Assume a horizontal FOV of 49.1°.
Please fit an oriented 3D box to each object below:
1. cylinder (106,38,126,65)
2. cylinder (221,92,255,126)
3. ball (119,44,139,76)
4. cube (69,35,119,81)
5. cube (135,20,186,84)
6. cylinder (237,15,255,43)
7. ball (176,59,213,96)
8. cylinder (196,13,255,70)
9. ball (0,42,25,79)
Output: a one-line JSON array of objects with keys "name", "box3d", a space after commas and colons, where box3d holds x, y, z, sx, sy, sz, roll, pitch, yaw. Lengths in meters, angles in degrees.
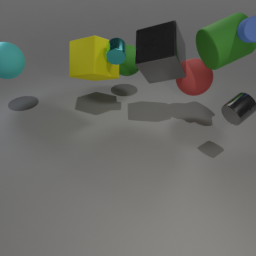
[{"name": "cylinder", "box3d": [-0.421, -2.776, 10.136, 0.700, 0.700, 0.700, 0, 50, 1]}, {"name": "cylinder", "box3d": [3.177, -0.545, 8.021, 0.700, 0.700, 0.700, -37, 42, -11]}, {"name": "ball", "box3d": [-0.047, -3.068, 12.728, 1.400, 1.400, 1.400, 0, 32, 0]}, {"name": "cube", "box3d": [-1.300, -2.643, 10.912, 1.400, 1.400, 1.400, 3, 3, 38]}, {"name": "cube", "box3d": [1.153, -2.554, 9.654, 1.400, 1.400, 1.400, -6, 68, 23]}, {"name": "cylinder", "box3d": [3.554, -2.797, 7.955, 0.700, 0.700, 0.700, 3, 16, 5]}, {"name": "ball", "box3d": [2.529, -1.935, 10.700, 1.400, 1.400, 1.400, 0, 32, 0]}, {"name": "cylinder", "box3d": [3.175, -2.815, 9.148, 1.400, 1.400, 1.400, -25, 36, -5]}, {"name": "ball", "box3d": [-4.739, -2.610, 10.879, 1.400, 1.400, 1.400, 0, 32, 0]}]
